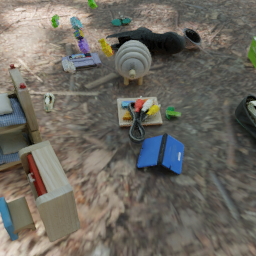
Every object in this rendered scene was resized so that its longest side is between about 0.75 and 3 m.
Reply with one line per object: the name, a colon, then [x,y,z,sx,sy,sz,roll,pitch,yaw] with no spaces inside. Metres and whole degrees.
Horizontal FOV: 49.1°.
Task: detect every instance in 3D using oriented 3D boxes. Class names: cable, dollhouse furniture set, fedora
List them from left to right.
dollhouse furniture set: [-2.441,0.564,5.019,2.047,2.035,2.905,-21,45,-22]
cable: [0.267,-0.299,6.958,0.818,0.424,1.685,23,35,5]
fedora: [2.299,-3.290,10.490,0.897,0.458,1.014,35,44,-7]

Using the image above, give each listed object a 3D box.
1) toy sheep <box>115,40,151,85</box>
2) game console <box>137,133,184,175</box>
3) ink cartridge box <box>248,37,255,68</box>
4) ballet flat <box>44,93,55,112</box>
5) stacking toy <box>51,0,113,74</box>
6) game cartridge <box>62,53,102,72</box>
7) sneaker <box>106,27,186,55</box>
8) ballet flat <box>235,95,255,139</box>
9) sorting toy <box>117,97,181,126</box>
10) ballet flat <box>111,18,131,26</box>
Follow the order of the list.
toy sheep: [0.160,-2.018,8.609,1.234,1.234,1.791,-2,41,-3]
game console: [0.765,0.639,6.419,0.823,0.570,0.964,32,42,-11]
ink cartridge box: [5.050,-2.206,9.135,1.508,0.773,2.040,0,40,0]
ballet flat: [-2.238,-0.807,7.921,0.300,0.277,0.889,-9,42,-10]
stacking toy: [-1.137,-2.258,6.748,1.231,1.633,0.384,-20,-8,22]
game cartridge: [-1.613,-2.301,9.678,1.264,0.243,0.819,-12,47,-13]
sneaker: [0.580,-3.038,10.111,2.716,0.816,1.417,28,48,34]
ballet flat: [3.336,0.078,6.478,0.844,0.849,2.482,-12,43,-16]
sorting toy: [0.556,-0.521,7.618,1.655,0.244,1.223,-4,41,-3]
ballet flat: [-0.325,-4.660,12.339,0.920,0.342,0.342,-9,42,-13]
